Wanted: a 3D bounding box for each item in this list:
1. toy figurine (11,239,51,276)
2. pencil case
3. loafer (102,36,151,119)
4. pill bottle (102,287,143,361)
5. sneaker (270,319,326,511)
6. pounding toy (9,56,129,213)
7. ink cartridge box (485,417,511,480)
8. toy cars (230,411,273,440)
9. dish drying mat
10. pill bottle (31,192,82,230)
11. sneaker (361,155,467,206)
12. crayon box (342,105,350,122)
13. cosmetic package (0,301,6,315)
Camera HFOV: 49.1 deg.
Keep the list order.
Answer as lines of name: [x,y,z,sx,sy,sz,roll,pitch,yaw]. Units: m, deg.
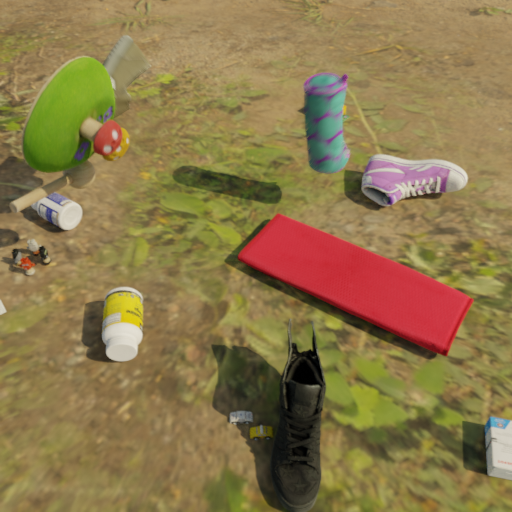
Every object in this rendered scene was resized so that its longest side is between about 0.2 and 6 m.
toy figurine: [-4.544,0.032,11.321,0.616,0.435,0.626,28,53,31]
pencil case: [1.436,-2.658,11.302,0.878,1.901,0.809,-11,42,-1]
loafer: [-2.755,-2.941,10.496,2.383,0.830,0.896,-59,23,-3]
pill bottle: [-2.370,1.217,9.961,0.690,0.690,1.228,-5,47,-5]
sneaker: [0.643,2.335,8.425,0.768,1.334,2.557,3,46,4]
pounding toy: [-2.626,-1.711,8.765,1.152,2.482,1.916,31,34,2]
ink cartridge box: [3.842,2.944,8.519,0.605,0.355,0.827,9,48,10]
toy cars: [-0.079,2.671,8.912,0.789,0.175,0.354,29,52,25]
dish drying mat: [1.871,0.451,10.933,4.347,0.396,1.670,24,50,23]
pill bottle: [-4.374,-1.035,12.183,1.048,0.627,0.627,27,52,23]
sneaker: [3.505,-1.522,12.623,2.261,0.820,1.289,9,50,21]
crayon box: [1.964,-3.962,15.263,1.057,0.273,0.665,33,54,27]
cosmetic package: [-5.289,0.840,10.435,0.855,0.525,0.852,-28,52,-25]
